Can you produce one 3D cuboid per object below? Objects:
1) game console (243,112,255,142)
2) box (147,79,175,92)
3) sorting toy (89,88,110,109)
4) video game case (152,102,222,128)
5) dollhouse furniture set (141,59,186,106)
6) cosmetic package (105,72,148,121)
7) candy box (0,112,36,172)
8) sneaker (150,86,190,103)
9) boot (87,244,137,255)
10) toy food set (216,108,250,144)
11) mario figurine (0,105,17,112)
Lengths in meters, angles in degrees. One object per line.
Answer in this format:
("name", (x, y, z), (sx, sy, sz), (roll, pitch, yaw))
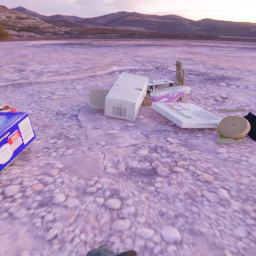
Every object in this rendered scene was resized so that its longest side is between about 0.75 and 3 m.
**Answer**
("game console", (5.259, 0.039, 11.377), (1.195, 0.791, 1.359), (20, 23, -39))
("box", (1.841, -2.577, 17.331), (1.882, 0.566, 1.098), (-11, 25, -25))
("sorting toy", (-0.613, -1.391, 14.477), (2.741, 0.403, 2.026), (3, 35, -13))
("video game case", (2.687, -0.606, 12.493), (2.402, 0.313, 2.639), (0, 22, -25))
("dollhouse furniture set", (1.840, -2.570, 15.450), (2.456, 2.002, 2.336), (-2, 23, -5))
("cosmetic package", (-0.017, -1.599, 13.577), (1.481, 1.079, 2.914), (12, 37, 7))
("candy box", (-5.006, 0.461, 8.953), (2.997, 1.154, 2.534), (3, 30, 16))
("sneaker", (2.126, -1.411, 13.762), (1.945, 1.109, 0.705), (-12, 19, 3))
("boot", (-0.330, 2.527, 5.644), (0.910, 0.308, 0.595), (-10, 19, -25))
("toy food set", (4.097, -0.010, 10.966), (1.257, 0.365, 1.821), (0, 49, 21))
("mario figurine", (-5.568, -0.459, 11.680), (1.280, 1.099, 2.074), (10, 27, 22))
